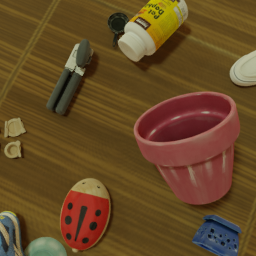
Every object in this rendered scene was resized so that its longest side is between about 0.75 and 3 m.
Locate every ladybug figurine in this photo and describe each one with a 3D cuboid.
[{"bbox_3d":[-1.239,2.469,7.961,1.410,0.747,2.077,10,78,2],"label":"ladybug figurine"}]

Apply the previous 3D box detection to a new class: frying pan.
[{"bbox_3d":[-0.273,-3.332,9.468,0.746,0.201,1.233,-13,80,-2],"label":"frying pan"}]

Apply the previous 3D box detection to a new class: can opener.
[{"bbox_3d":[-1.839,-1.658,8.790,0.656,0.822,2.459,22,79,5],"label":"can opener"}]

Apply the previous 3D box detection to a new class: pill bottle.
[{"bbox_3d":[0.757,-3.207,8.901,1.237,1.237,2.264,41,81,8],"label":"pill bottle"}]

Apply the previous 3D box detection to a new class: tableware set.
[{"bbox_3d":[-3.928,0.364,8.700,1.514,0.176,1.265,-8,78,-2],"label":"tableware set"}]

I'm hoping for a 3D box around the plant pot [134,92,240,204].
[{"bbox_3d":[1.691,0.618,7.379,2.552,2.552,2.285,-23,115,-5],"label":"plant pot"}]

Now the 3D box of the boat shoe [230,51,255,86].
[{"bbox_3d":[4.635,-2.265,8.854,2.889,0.944,1.063,-26,79,-5],"label":"boat shoe"}]

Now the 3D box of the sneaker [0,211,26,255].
[{"bbox_3d":[-3.329,3.601,7.479,0.959,1.066,2.593,-27,77,13],"label":"sneaker"}]

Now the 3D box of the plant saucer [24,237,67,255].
[{"bbox_3d":[-2.402,3.806,7.944,1.319,0.254,1.319,0,78,1],"label":"plant saucer"}]

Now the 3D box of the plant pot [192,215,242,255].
[{"bbox_3d":[2.483,2.981,7.762,1.011,1.011,0.909,25,72,5],"label":"plant pot"}]
